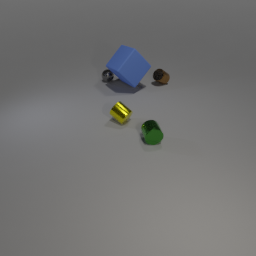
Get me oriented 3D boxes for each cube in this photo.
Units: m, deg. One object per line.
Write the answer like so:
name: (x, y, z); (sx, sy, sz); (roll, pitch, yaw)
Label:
cube: (0.014, -3.153, 14.245); (1.400, 1.400, 1.400); (-52, 38, 0)

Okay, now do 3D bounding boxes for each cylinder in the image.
cylinder: (-0.287, -0.631, 11.619); (0.700, 0.700, 0.700); (41, 42, 10)
cylinder: (1.831, -2.822, 15.377); (0.700, 0.700, 0.700); (25, 7, 36)
cylinder: (0.896, 0.162, 10.425); (0.700, 0.700, 0.700); (-5, 33, -9)

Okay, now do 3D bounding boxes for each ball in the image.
ball: (-1.144, -2.962, 15.832); (0.700, 0.700, 0.700); (0, 30, 0)
